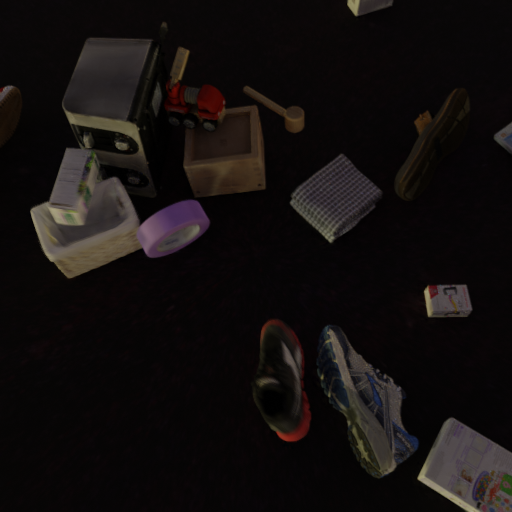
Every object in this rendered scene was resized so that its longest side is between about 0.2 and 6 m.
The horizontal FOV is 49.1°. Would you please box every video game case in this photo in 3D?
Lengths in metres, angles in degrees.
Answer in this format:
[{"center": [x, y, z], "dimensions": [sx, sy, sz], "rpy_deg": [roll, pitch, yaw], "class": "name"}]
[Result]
[{"center": [6.238, -2.507, 11.977], "dimensions": [1.466, 0.178, 1.611], "rpy_deg": [-36, 58, 3], "class": "video game case"}]

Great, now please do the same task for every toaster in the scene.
[{"center": [-2.593, -2.888, 11.297], "dimensions": [1.565, 2.385, 2.638], "rpy_deg": [6, 62, 3], "class": "toaster"}]

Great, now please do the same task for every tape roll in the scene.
[{"center": [-1.565, -0.501, 10.604], "dimensions": [1.338, 1.338, 0.439], "rpy_deg": [-28, 79, -14], "class": "tape roll"}]

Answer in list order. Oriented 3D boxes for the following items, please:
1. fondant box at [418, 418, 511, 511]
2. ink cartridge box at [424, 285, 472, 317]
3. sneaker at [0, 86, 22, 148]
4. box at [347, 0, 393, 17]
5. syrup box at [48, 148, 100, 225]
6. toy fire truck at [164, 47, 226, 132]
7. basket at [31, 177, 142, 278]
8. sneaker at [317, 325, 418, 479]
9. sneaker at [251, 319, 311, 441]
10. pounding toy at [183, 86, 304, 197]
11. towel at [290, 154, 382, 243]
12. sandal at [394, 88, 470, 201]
[{"center": [3.569, 3.525, 9.024], "dimensions": [1.538, 0.448, 1.109], "rpy_deg": [30, 66, 16], "class": "fondant box"}, {"center": [3.592, 0.846, 10.511], "dimensions": [0.738, 0.316, 0.545], "rpy_deg": [-2, 62, 1], "class": "ink cartridge box"}, {"center": [-6.249, -2.689, 12.005], "dimensions": [1.535, 0.972, 2.730], "rpy_deg": [16, 65, 5], "class": "sneaker"}, {"center": [2.944, -6.661, 14.268], "dimensions": [1.057, 0.658, 0.515], "rpy_deg": [-21, 64, -10], "class": "box"}, {"center": [-3.328, -1.275, 10.289], "dimensions": [0.550, 0.532, 1.351], "rpy_deg": [5, 62, 1], "class": "syrup box"}, {"center": [-1.234, -3.240, 10.946], "dimensions": [1.171, 1.330, 0.856], "rpy_deg": [12, 62, 15], "class": "toy fire truck"}, {"center": [-3.185, -0.511, 10.788], "dimensions": [1.765, 1.089, 1.196], "rpy_deg": [-23, 64, -13], "class": "basket"}, {"center": [1.869, 2.324, 9.499], "dimensions": [1.089, 0.985, 2.556], "rpy_deg": [-16, 70, -19], "class": "sneaker"}, {"center": [0.366, 1.974, 9.383], "dimensions": [0.742, 1.025, 2.099], "rpy_deg": [-19, 59, 21], "class": "sneaker"}, {"center": [-0.168, -2.426, 11.709], "dimensions": [2.418, 1.106, 2.124], "rpy_deg": [-6, 56, 6], "class": "pounding toy"}, {"center": [1.653, -1.211, 11.393], "dimensions": [1.562, 0.669, 1.294], "rpy_deg": [-40, 70, -19], "class": "towel"}, {"center": [3.665, -2.457, 11.954], "dimensions": [0.837, 1.253, 3.067], "rpy_deg": [25, 70, 36], "class": "sandal"}]
